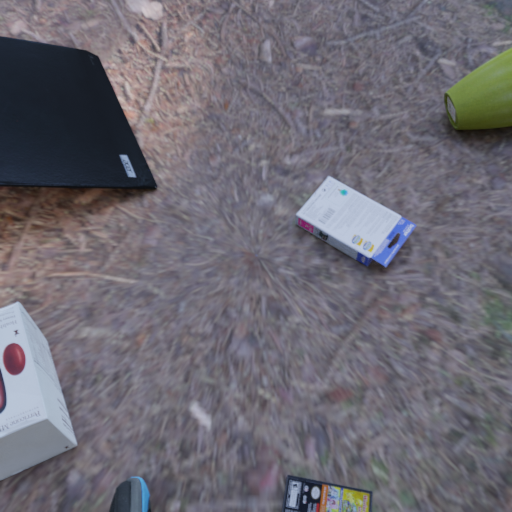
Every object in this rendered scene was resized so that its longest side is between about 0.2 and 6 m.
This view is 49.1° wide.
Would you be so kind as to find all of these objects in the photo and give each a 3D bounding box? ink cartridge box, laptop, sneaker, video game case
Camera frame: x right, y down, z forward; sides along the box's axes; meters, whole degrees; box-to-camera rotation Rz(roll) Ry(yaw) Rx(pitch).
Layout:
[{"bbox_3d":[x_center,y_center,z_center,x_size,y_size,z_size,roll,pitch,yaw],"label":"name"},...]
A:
[{"bbox_3d":[1.553,-0.500,8.838,1.640,0.344,0.979,31,64,21],"label":"ink cartridge box"},{"bbox_3d":[-4.624,-1.790,9.723,4.357,2.250,3.861,-34,60,10],"label":"laptop"},{"bbox_3d":[-1.751,3.613,5.895,1.031,0.922,2.517,7,58,4],"label":"sneaker"},{"bbox_3d":[0.792,3.277,6.566,1.053,0.149,1.165,9,57,6],"label":"video game case"}]

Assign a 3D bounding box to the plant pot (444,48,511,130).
[{"bbox_3d":[4.142,-2.800,9.827,1.481,1.386,1.386,-19,58,10],"label":"plant pot"}]

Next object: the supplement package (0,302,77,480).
[{"bbox_3d":[-3.318,1.765,6.881,1.574,1.211,1.646,-22,59,-13],"label":"supplement package"}]
